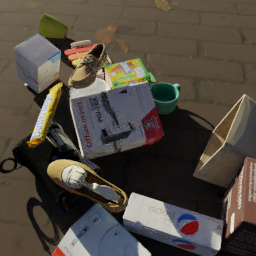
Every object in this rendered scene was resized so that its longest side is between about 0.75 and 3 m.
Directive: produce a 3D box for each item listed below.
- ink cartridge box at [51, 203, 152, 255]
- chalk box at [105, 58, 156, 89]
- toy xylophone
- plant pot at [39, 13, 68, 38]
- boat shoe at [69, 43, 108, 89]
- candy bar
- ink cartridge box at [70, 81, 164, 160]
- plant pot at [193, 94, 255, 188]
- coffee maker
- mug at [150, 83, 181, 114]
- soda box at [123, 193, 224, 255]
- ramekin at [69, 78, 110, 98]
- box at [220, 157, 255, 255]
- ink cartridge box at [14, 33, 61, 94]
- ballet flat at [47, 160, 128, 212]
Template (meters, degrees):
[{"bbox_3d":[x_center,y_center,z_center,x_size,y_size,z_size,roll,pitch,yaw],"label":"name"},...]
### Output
[{"bbox_3d":[-1.090,3.825,7.767,2.246,0.663,2.806,37,59,25],"label":"ink cartridge box"},{"bbox_3d":[0.172,-2.015,11.948,2.057,1.273,1.280,-17,54,-12],"label":"chalk box"},{"bbox_3d":[-1.683,-3.118,13.185,2.010,0.690,2.745,-21,55,-17],"label":"toy xylophone"},{"bbox_3d":[-3.836,-5.191,14.652,1.267,1.185,1.185,18,53,-5],"label":"plant pot"},{"bbox_3d":[-1.345,-2.121,9.408,0.800,0.724,2.244,14,44,11],"label":"boat shoe"},{"bbox_3d":[-2.651,-0.467,9.137,0.678,0.301,2.719,-24,40,29],"label":"candy bar"},{"bbox_3d":[-0.457,-0.253,10.158,2.918,1.209,2.142,-15,79,-11],"label":"ink cartridge box"},{"bbox_3d":[3.897,0.790,9.237,2.094,2.365,2.362,30,57,8],"label":"plant pot"},{"bbox_3d":[-2.465,1.471,9.172,2.475,1.735,2.577,-44,61,-6],"label":"coffee maker"},{"bbox_3d":[1.550,-1.151,11.506,1.448,0.895,1.189,-6,50,-5],"label":"mug"},{"bbox_3d":[1.290,2.888,8.313,2.784,0.948,0.886,14,53,11],"label":"soda box"},{"bbox_3d":[-1.534,-1.233,11.626,1.671,0.814,1.671,0,52,0],"label":"ramekin"},{"bbox_3d":[3.830,2.406,7.814,1.917,2.335,1.937,14,53,11],"label":"box"},{"bbox_3d":[-3.864,-2.656,12.080,1.317,2.103,1.352,39,59,6],"label":"ink cartridge box"},{"bbox_3d":[-1.065,1.503,7.700,2.477,0.781,0.850,26,69,-1],"label":"ballet flat"}]
